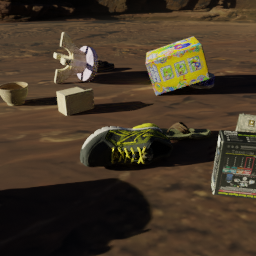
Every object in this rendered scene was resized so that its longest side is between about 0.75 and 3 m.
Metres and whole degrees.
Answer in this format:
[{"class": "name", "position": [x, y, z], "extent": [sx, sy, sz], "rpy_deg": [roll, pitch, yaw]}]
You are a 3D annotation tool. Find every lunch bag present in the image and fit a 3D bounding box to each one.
[{"class": "lunch bag", "position": [3.571, 0.022, 8.224], "extent": [0.714, 0.870, 0.512], "rpy_deg": [9, 27, 15]}]

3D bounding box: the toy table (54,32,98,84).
[{"class": "toy table", "position": [-2.625, -3.263, 13.619], "extent": [1.536, 2.410, 2.622], "rpy_deg": [5, 7, -28]}]

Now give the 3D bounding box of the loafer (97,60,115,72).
[{"class": "loafer", "position": [-1.683, -3.536, 15.786], "extent": [2.116, 0.666, 0.761], "rpy_deg": [-15, 30, -29]}]

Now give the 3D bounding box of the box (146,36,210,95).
[{"class": "box", "position": [2.167, -2.859, 12.683], "extent": [2.391, 1.515, 2.483], "rpy_deg": [-17, 23, 12]}]

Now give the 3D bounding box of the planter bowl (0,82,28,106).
[{"class": "planter bowl", "position": [-4.519, -1.327, 11.153], "extent": [1.106, 0.745, 1.106], "rpy_deg": [0, 25, 0]}]

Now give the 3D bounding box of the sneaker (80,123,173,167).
[{"class": "sneaker", "position": [0.053, 0.484, 7.172], "extent": [2.569, 0.957, 1.087], "rpy_deg": [-15, 30, -28]}]

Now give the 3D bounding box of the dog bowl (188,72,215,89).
[{"class": "dog bowl", "position": [3.481, -2.334, 13.486], "extent": [1.314, 0.517, 1.314], "rpy_deg": [0, 26, 0]}]

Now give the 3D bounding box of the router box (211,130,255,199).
[{"class": "router box", "position": [2.808, 0.822, 5.982], "extent": [1.848, 1.385, 0.574], "rpy_deg": [5, 27, 9]}]

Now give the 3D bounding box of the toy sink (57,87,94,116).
[{"class": "toy sink", "position": [-1.971, -1.058, 10.545], "extent": [1.218, 0.794, 0.682], "rpy_deg": [-20, 32, -34]}]

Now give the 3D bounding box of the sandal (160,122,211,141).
[{"class": "sandal", "position": [1.686, 0.042, 8.581], "extent": [1.697, 0.484, 0.674], "rpy_deg": [-2, 22, -6]}]
